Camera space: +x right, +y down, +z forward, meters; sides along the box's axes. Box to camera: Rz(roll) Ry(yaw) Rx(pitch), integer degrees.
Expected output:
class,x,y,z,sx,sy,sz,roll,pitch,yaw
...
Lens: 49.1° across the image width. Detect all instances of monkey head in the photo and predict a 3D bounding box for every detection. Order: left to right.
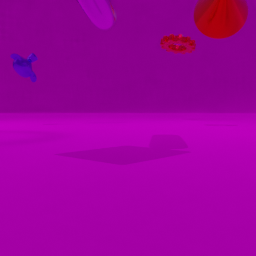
class,x,y,z,sx,sy,sz,roll,pitch,yaw
monkey head,-3.382,-2.114,9.319,0.822,1.143,0.689,-35,37,-1

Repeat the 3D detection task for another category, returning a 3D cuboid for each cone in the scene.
class,x,y,z,sx,sy,sz,roll,pitch,yaw
cone,2.776,-3.718,8.181,1.675,1.675,1.681,1,-2,13

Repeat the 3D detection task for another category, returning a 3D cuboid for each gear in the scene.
class,x,y,z,sx,sy,sz,roll,pitch,yaw
gear,1.534,-2.567,8.617,1.062,0.196,1.062,10,-4,1

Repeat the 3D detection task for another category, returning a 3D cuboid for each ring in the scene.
class,x,y,z,sx,sy,sz,roll,pitch,yaw
ring,-0.763,-2.386,4.119,0.400,1.998,1.998,-28,0,7
